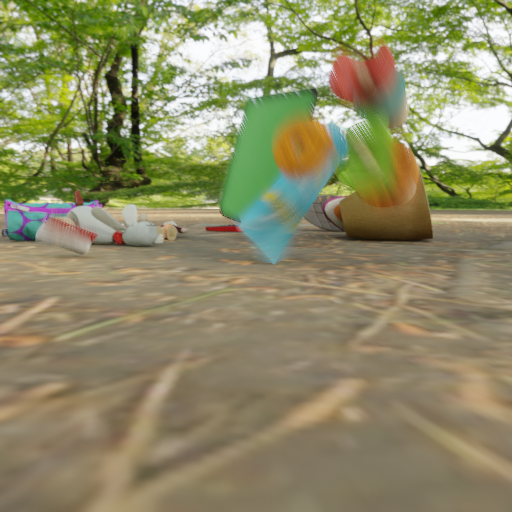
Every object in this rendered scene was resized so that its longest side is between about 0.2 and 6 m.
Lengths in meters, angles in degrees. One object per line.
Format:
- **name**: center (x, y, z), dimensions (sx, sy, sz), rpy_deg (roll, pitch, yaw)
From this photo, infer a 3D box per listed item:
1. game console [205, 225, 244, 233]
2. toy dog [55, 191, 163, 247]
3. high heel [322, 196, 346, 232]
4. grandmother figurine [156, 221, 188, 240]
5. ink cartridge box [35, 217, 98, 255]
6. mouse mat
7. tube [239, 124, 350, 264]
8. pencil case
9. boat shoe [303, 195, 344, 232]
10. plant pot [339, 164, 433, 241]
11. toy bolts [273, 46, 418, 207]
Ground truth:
- **game console**: center (-0.449, -0.779, 15.068), dimensions (1.283, 0.225, 1.450), rpy_deg (5, 7, 36)
- **toy dog**: center (-2.798, -0.710, 10.449), dimensions (2.113, 1.018, 1.393), rpy_deg (0, 6, 5)
- **high heel**: center (2.432, -0.983, 13.019), dimensions (2.704, 0.911, 1.297), rpy_deg (2, 14, -28)
- **grandmother figurine**: center (-1.906, -0.564, 12.247), dimensions (0.817, 0.408, 1.347), rpy_deg (8, 7, -9)
- **ink cartridge box**: center (-2.702, -0.273, 7.980), dimensions (0.713, 0.159, 0.628), rpy_deg (23, -26, -28)
- **mouse mat**: center (0.112, -1.871, 10.932), dimensions (0.123, 2.628, 3.266), rpy_deg (12, 6, -24)
- **tube**: center (0.550, -0.897, 7.540), dimensions (0.783, 2.021, 0.509), rpy_deg (46, -21, -27)
- **pencil case**: center (-4.105, -0.733, 11.368), dimensions (1.906, 0.811, 0.881), rpy_deg (-2, -33, -15)
- **boat shoe**: center (2.486, -1.023, 14.825), dimensions (2.595, 0.967, 0.951), rpy_deg (10, -2, 11)
- **plant pot**: center (2.610, -0.947, 11.472), dimensions (1.684, 1.569, 1.569), rpy_deg (-12, 3, 13)
- **toy bolts**: center (1.225, -1.430, 6.730), dimensions (1.630, 1.706, 1.183), rpy_deg (7, -12, 37)
